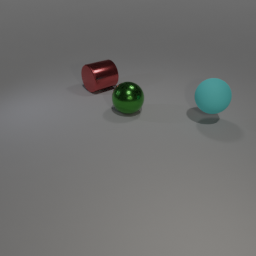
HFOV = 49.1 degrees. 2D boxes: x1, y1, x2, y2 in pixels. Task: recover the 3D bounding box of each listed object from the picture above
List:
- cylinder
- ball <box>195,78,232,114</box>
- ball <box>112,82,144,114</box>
[{"bbox_3d":[-1.424,-2.648,14.195,1.400,1.400,1.400,-22,37,-32],"label":"cylinder"},{"bbox_3d":[3.337,-1.253,11.020,1.400,1.400,1.400,0,31,0],"label":"ball"},{"bbox_3d":[0.003,-1.291,12.047,1.400,1.400,1.400,0,31,0],"label":"ball"}]
